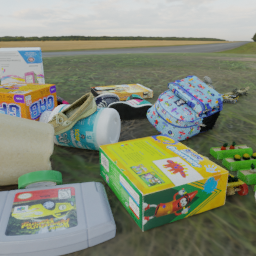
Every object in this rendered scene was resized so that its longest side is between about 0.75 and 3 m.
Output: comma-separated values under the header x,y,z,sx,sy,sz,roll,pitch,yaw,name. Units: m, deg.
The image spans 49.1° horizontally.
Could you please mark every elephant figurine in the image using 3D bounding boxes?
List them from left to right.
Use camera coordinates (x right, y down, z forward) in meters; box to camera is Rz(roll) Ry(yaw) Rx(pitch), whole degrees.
x,y,z,sx,sy,sz,roll,pitch,yaw,name
3.106,-1.567,13.328,1.916,1.486,1.355,-24,-19,8,elephant figurine

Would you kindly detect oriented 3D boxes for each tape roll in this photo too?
x,y,z,sx,sy,sz,roll,pitch,yaw,name
-1.881,1.154,6.030,0.900,0.216,0.900,-11,-24,-5,tape roll

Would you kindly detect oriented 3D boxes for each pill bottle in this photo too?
x,y,z,sx,sy,sz,roll,pitch,yaw,name
-1.511,-0.039,8.639,2.357,1.306,1.306,6,20,18,pill bottle

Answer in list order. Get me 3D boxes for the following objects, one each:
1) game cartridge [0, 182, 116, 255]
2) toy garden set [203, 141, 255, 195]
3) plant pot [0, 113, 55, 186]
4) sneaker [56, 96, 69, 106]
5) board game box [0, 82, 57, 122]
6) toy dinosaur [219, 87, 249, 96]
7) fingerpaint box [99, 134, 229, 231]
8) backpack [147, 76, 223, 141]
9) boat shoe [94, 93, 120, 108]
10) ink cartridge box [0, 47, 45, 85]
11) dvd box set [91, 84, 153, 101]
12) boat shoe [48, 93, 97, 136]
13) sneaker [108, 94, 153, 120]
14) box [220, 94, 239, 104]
x,y,z,sx,sy,sz,roll,pitch,yaw,name
-1.521,1.653,5.139,2.449,0.501,1.630,-4,23,-13,game cartridge
2.751,0.923,7.074,2.127,0.509,2.551,-4,20,-12,toy garden set
-2.736,0.498,6.471,1.901,2.077,2.077,5,17,-18,plant pot
-3.670,-0.847,11.206,1.074,1.160,2.877,17,25,35,sneaker
-3.520,-0.483,9.222,1.741,1.740,1.739,6,20,16,board game box
5.956,-1.977,15.460,2.174,0.516,0.958,-6,6,-16,toy dinosaur
0.650,1.025,6.252,1.948,0.856,2.334,-10,22,-24,fingerpaint box
1.843,-0.645,9.610,2.185,1.470,1.995,-20,54,-30,backpack
-1.186,-0.759,11.420,2.456,0.917,1.139,-23,27,-28,boat shoe
-5.090,-2.468,13.600,1.924,2.663,1.127,-6,24,-14,ink cartridge box
-0.386,-1.972,15.487,2.946,0.433,2.156,-7,21,-19,dvd box set
-1.604,-0.383,7.654,1.666,0.524,0.608,-32,45,-21,boat shoe
0.016,-0.932,11.804,2.068,0.865,1.249,1,23,-22,sneaker
5.062,-1.526,14.495,1.082,0.267,0.864,13,22,33,box
